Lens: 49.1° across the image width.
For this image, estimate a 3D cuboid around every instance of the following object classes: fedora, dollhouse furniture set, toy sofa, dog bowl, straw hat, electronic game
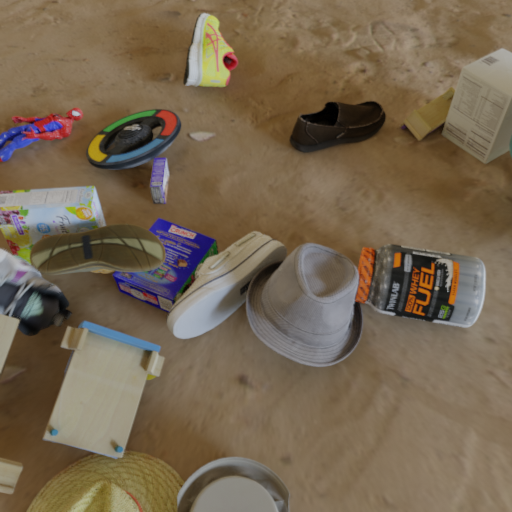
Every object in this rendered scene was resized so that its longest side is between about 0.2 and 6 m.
[{"bbox_3d":[0.992,0.602,9.510,2.113,1.079,2.390,29,37,8],"label":"fedora"},{"bbox_3d":[-3.138,2.421,8.665,2.797,1.825,2.640,21,66,-20],"label":"dollhouse furniture set"},{"bbox_3d":[4.313,-3.404,13.670,1.554,0.758,0.644,-34,83,-26],"label":"toy sofa"},{"bbox_3d":[-0.303,3.665,7.627,1.691,0.496,1.691,4,48,-4],"label":"dog bowl"},{"bbox_3d":[-2.083,3.677,7.275,2.788,1.180,2.788,0,50,1],"label":"straw hat"},{"bbox_3d":[-2.791,-2.685,12.744,2.275,0.473,2.275,-12,40,10],"label":"electronic game"}]

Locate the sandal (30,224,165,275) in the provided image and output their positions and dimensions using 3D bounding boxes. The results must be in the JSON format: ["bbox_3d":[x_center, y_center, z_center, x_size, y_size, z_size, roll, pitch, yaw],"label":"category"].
[{"bbox_3d":[-2.786,-0.019,9.999,2.305,0.622,0.926,-6,67,-8],"label":"sandal"}]

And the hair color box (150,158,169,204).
[{"bbox_3d":[-2.091,-1.634,12.164,0.306,0.516,0.945,0,50,0],"label":"hair color box"}]

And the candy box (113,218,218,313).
[{"bbox_3d":[-1.664,0.177,10.569,1.334,0.608,1.577,21,55,18],"label":"candy box"}]

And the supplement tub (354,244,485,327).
[{"bbox_3d":[2.832,0.492,9.889,2.060,1.262,1.262,8,50,7],"label":"supplement tub"}]

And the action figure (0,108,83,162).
[{"bbox_3d":[-5.365,-2.884,13.163,2.763,0.714,0.904,-29,53,-25],"label":"action figure"}]

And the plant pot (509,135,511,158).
[{"bbox_3d":[6.789,-1.398,10.272,3.435,3.435,2.757,-1,61,-1],"label":"plant pot"}]

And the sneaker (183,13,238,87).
[{"bbox_3d":[-1.144,-5.431,15.115,1.333,1.154,2.952,10,52,-8],"label":"sneaker"}]

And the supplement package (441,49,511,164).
[{"bbox_3d":[5.421,-3.404,12.778,1.399,1.844,1.389,-29,56,-22],"label":"supplement package"}]

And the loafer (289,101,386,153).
[{"bbox_3d":[2.008,-3.186,13.211,2.540,0.906,0.927,-23,54,-18],"label":"loafer"}]

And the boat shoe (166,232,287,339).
[{"bbox_3d":[-0.644,0.410,10.147,0.907,0.993,2.760,34,59,29],"label":"boat shoe"}]

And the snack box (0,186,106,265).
[{"bbox_3d":[-3.807,-0.552,10.608,1.772,1.494,0.600,-5,48,-3],"label":"snack box"}]

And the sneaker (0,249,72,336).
[{"bbox_3d":[-3.955,0.594,8.995,1.970,2.816,1.095,31,91,17],"label":"sneaker"}]
